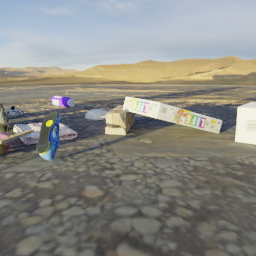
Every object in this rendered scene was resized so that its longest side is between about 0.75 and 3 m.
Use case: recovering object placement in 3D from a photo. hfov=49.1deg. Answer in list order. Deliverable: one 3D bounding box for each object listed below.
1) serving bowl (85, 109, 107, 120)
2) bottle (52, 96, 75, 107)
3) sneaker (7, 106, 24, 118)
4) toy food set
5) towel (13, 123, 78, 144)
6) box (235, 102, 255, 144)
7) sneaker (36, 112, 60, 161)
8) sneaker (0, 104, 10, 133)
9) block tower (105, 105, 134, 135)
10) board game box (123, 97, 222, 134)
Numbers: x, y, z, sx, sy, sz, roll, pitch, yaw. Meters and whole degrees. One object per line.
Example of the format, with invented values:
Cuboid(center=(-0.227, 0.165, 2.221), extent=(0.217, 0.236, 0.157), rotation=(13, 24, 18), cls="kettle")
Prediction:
Cuboid(center=(-1.380, -0.643, 12.805), extent=(1.147, 0.377, 1.147), rotation=(0, 10, 0), cls="serving bowl")
Cuboid(center=(-3.863, -1.580, 16.855), extent=(0.780, 0.610, 1.868), rotation=(-2, 10, -43), cls="bottle")
Cuboid(center=(-5.355, -0.821, 13.371), extent=(0.435, 0.519, 1.173), rotation=(0, 10, 7), cls="sneaker")
Cuboid(center=(-3.963, 0.508, 7.053), extent=(2.930, 0.462, 1.863), rotation=(-5, 9, 15), cls="toy food set")
Cuboid(center=(-2.689, 0.099, 9.000), extent=(1.627, 0.275, 1.703), rotation=(-6, 17, -34), cls="towel")
Cuboid(center=(4.038, -0.195, 8.738), extent=(0.843, 1.076, 1.730), rotation=(8, 14, 35), cls="box")
Cuboid(center=(-1.850, 0.197, 6.787), extent=(0.412, 1.250, 0.490), rotation=(-11, -35, 21), cls="sneaker")
Cuboid(center=(-4.816, -0.201, 9.553), extent=(1.069, 1.017, 2.696), rotation=(-21, 12, -35), cls="sneaker")
Cuboid(center=(-0.233, -0.378, 10.558), extent=(0.714, 0.765, 2.645), rotation=(1, 12, 7), cls="block tower")
Cuboid(center=(1.513, -0.437, 9.522), extent=(2.829, 0.484, 1.902), rotation=(12, 4, -33), cls="board game box")
